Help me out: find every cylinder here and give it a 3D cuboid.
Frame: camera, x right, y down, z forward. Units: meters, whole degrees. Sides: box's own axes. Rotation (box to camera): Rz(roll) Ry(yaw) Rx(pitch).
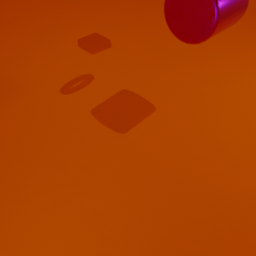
[{"bbox_3d":[1.629,-2.566,5.836,1.282,1.282,1.282,38,54,25],"label":"cylinder"}]
